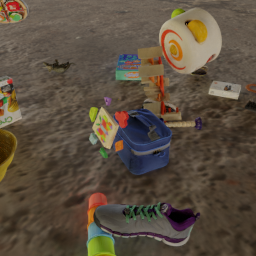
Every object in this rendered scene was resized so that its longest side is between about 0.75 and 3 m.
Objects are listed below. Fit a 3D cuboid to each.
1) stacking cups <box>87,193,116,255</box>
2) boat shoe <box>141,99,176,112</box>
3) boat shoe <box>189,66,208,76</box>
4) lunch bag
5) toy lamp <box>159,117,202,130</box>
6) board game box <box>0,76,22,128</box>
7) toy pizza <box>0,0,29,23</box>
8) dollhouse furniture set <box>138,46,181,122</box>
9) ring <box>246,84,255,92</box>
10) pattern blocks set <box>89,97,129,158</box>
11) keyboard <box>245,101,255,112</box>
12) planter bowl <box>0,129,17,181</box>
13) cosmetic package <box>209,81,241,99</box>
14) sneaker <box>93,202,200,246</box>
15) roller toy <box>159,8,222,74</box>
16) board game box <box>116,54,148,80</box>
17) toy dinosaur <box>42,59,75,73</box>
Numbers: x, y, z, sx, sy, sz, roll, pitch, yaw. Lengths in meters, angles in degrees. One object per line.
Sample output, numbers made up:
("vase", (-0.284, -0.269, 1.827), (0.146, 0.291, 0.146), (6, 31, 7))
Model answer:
("stacking cups", (-0.645, 2.447, 6.487), (0.710, 0.710, 2.347), (-5, 35, -7))
("boat shoe", (1.262, -0.762, 11.459), (1.591, 0.556, 0.527), (22, 53, 26))
("boat shoe", (3.439, -3.114, 14.887), (1.629, 0.585, 0.485), (12, 32, 8))
("lunch bag", (0.424, 0.330, 8.991), (1.468, 1.430, 2.161), (-16, 37, -22))
("toy lamp", (1.794, -0.138, 10.502), (1.884, 0.548, 0.548), (-4, 34, -4))
("board game box", (-5.360, -0.612, 10.090), (0.484, 1.766, 2.798), (26, 42, 34))
("toy pizza", (-3.536, -3.365, 8.028), (1.309, 1.309, 0.207), (-7, 76, -10))
("dollhouse furniture set", (1.322, -1.558, 11.012), (1.342, 2.606, 2.578), (-5, 71, 13))
("ring", (6.159, -1.892, 13.499), (0.928, 0.089, 0.928), (1, 34, -1))
("pattern blocks set", (-0.594, 0.003, 7.307), (0.138, 1.697, 1.492), (-16, 44, -37))
("keyboard", (5.813, -0.853, 11.790), (1.480, 0.152, 0.941), (27, 51, 33))
("planter bowl", (-4.397, 1.144, 8.075), (2.587, 1.078, 2.587), (-3, 34, 2))
("cosmetic package", (4.557, -1.809, 13.157), (1.309, 0.338, 0.987), (14, 34, 20))
("sneaker", (0.426, 1.966, 6.453), (2.353, 1.030, 0.876), (13, 33, -10))
("roller toy", (2.216, -3.129, 10.312), (1.585, 2.069, 2.269), (-31, 40, -16))
("board game box", (0.386, -3.334, 15.197), (1.897, 0.561, 2.494), (2, 34, 2))
("toy dinosaur", (-3.690, -3.271, 15.211), (1.736, 0.668, 0.888), (10, 48, 3))
